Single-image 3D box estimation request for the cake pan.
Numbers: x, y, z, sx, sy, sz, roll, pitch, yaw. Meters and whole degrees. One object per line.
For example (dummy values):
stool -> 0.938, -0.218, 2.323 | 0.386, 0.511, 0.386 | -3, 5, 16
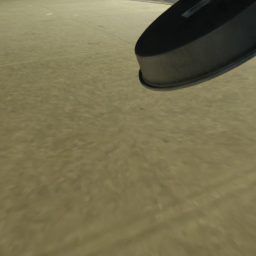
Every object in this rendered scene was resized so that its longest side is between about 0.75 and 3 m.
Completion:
cake pan -> 1.233, -1.692, 4.432 | 2.812, 0.516, 2.812 | -29, 28, 18
